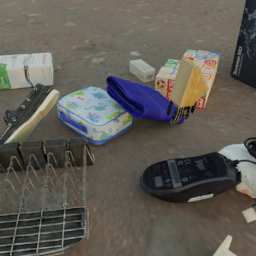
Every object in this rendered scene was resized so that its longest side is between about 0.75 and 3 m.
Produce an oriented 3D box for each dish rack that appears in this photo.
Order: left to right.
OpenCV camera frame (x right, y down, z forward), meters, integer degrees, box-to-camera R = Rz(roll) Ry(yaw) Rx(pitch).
[{"bbox_3d":[-1.810,1.305,5.681,2.269,0.807,2.958,-5,38,-5],"label":"dish rack"}]

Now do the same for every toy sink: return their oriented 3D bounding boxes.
[{"bbox_3d":[1.519,2.314,4.322,0.567,0.660,1.013,29,43,34],"label":"toy sink"}]

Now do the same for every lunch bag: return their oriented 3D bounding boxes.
[{"bbox_3d":[-0.974,-0.406,7.981,1.975,0.814,1.588,28,43,32],"label":"lunch bag"}]

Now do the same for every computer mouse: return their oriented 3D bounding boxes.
[{"bbox_3d":[1.741,1.221,5.500,2.869,0.660,2.014,-15,29,1],"label":"computer mouse"}]

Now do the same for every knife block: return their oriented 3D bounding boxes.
[{"bbox_3d":[0.882,-0.551,4.626,0.853,0.971,0.311,-44,50,1],"label":"knife block"}]

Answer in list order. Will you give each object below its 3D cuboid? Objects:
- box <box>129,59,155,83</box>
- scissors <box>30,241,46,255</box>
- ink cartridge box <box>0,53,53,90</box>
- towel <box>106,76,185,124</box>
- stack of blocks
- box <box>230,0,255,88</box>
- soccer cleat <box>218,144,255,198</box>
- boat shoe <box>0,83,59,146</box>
[{"bbox_3d":[0.538,-2.230,10.854,0.545,0.446,1.148,-15,38,-20],"label":"box"},{"bbox_3d":[-1.393,2.282,4.876,0.508,0.097,1.389,-19,39,-21],"label":"scissors"},{"bbox_3d":[-3.791,-2.144,10.420,1.934,0.803,1.418,-7,36,-9],"label":"ink cartridge box"},{"bbox_3d":[0.499,-0.677,7.827,2.211,0.548,1.632,5,35,-51],"label":"towel"},{"bbox_3d":[2.192,-1.907,10.040,1.687,0.858,2.929,14,38,18],"label":"stack of blocks"},{"bbox_3d":[5.379,-2.723,9.392,1.758,2.944,2.994,-20,40,-24],"label":"box"},{"bbox_3d":[2.841,1.201,5.774,1.014,0.906,2.615,-21,33,-19],"label":"soccer cleat"},{"bbox_3d":[-2.767,-0.277,7.225,0.762,0.859,2.299,35,72,1],"label":"boat shoe"}]
